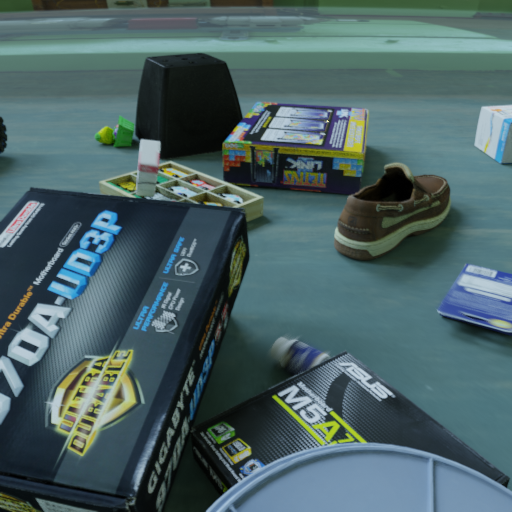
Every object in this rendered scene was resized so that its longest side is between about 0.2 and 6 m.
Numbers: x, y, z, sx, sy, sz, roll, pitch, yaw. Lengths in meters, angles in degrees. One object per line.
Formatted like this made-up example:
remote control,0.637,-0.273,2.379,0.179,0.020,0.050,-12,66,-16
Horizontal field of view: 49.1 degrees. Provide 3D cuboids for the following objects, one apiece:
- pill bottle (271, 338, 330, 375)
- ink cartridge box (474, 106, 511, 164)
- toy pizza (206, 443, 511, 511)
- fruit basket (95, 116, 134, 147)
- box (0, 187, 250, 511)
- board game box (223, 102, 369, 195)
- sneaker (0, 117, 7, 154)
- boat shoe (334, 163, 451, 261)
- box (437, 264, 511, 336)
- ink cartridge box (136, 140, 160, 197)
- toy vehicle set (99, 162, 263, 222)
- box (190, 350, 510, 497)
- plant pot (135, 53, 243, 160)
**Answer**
pill bottle,0.479,1.130,6.155,0.617,0.342,0.342,21,36,33
ink cartridge box,5.656,-2.715,12.451,0.967,0.950,1.313,-3,29,-6
toy pizza,0.880,2.553,3.034,3.211,0.509,3.211,6,41,-6
fruit basket,-3.356,-2.926,13.270,0.914,0.659,0.914,16,25,-7
box,-1.799,0.729,5.628,2.804,0.811,3.528,7,43,12
board game box,0.971,-2.386,11.919,2.695,0.924,3.260,7,30,10
sneaker,-6.783,-2.094,11.289,1.510,1.366,3.544,0,20,22
boat shoe,2.401,-0.954,9.111,1.112,1.114,3.010,21,35,32
box,2.955,0.582,7.220,0.896,0.240,1.479,16,30,29
ink cartridge box,-1.839,-1.477,9.512,0.342,0.807,0.588,5,55,-11
toy vehicle set,-1.384,-1.033,10.051,2.656,0.352,1.650,26,38,38
box,0.724,1.807,4.810,1.907,0.469,1.975,-20,35,-28
plant pot,-1.603,-3.623,13.113,2.171,1.931,2.177,-13,31,-23
